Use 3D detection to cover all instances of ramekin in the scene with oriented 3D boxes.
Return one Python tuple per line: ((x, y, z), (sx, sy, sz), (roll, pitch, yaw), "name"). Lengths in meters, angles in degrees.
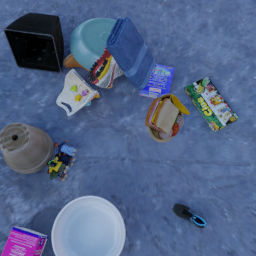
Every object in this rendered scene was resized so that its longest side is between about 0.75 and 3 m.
((-1.062, 3.008, 7.987), (2.000, 1.050, 2.000), (0, 69, 0), "ramekin")

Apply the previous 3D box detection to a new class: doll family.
((-2.212, 1.035, 9.089), (0.776, 0.527, 1.342), (20, 65, 12), "doll family")

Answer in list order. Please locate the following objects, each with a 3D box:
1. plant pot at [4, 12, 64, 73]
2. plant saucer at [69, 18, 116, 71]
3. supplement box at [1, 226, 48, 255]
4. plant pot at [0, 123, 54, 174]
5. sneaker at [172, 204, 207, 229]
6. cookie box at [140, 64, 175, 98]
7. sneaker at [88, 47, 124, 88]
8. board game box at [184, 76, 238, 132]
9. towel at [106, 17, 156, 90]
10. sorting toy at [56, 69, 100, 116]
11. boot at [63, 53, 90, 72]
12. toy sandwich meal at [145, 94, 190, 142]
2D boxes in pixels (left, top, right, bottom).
((-3.188, -3.239, 10.214), (1.695, 1.699, 1.507), (8, 56, 3), "plant pot")
((-0.783, -3.195, 10.408), (2.732, 0.491, 2.732), (6, 62, -12), "plant saucer")
((-3.032, 3.742, 7.789), (0.885, 0.866, 1.712), (16, 69, 6), "supplement box")
((-3.296, 0.521, 8.797), (1.606, 1.393, 1.606), (0, 69, -1), "plant pot")
((1.875, 2.621, 8.459), (1.119, 0.459, 0.410), (28, 71, 11), "sneaker")
((1.056, -1.685, 10.165), (1.023, 0.449, 1.196), (14, 69, 6), "cookie box")
((-0.371, -2.354, 9.459), (2.279, 0.936, 0.887), (-52, 46, 9), "sneaker")
((2.939, -0.872, 9.980), (1.017, 0.228, 1.941), (-27, 71, -8), "board game box")
((0.112, -2.139, 8.323), (0.515, 2.121, 1.184), (13, 70, 33), "towel")
((-1.840, -1.090, 9.822), (1.301, 0.772, 1.445), (-44, 62, -3), "sorting toy")
((-1.373, -2.205, 10.346), (1.780, 0.682, 1.382), (-19, 75, -13), "boot")
((1.253, -0.297, 8.605), (0.589, 1.719, 1.719), (19, 64, 49), "toy sandwich meal")
